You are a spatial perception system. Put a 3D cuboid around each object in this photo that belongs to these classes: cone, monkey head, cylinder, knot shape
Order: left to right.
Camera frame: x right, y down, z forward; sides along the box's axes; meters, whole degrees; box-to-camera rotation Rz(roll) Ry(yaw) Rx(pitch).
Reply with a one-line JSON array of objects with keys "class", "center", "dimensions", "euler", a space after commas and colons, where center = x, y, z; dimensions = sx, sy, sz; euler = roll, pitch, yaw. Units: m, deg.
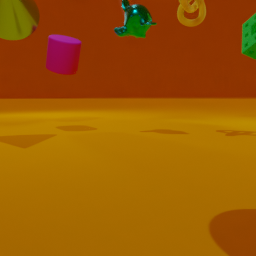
[{"class": "cone", "center": [-2.713, -2.948, 6.346], "dimensions": [1.414, 1.414, 1.419], "euler": [-2, -5, -20]}, {"class": "cylinder", "center": [-1.899, -2.154, 8.238], "dimensions": [0.931, 0.931, 0.931], "euler": [12, 26, -6]}, {"class": "monkey head", "center": [0.132, -2.933, 7.686], "dimensions": [1.007, 0.844, 1.400], "euler": [-23, 58, -33]}, {"class": "knot shape", "center": [1.835, -3.519, 7.688], "dimensions": [1.126, 1.203, 0.556], "euler": [-42, 42, -7]}]

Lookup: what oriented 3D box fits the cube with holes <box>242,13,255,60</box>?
[{"class": "cube with holes", "center": [3.886, -2.526, 7.578], "dimensions": [1.055, 1.055, 1.055], "euler": [18, -24, -15]}]
